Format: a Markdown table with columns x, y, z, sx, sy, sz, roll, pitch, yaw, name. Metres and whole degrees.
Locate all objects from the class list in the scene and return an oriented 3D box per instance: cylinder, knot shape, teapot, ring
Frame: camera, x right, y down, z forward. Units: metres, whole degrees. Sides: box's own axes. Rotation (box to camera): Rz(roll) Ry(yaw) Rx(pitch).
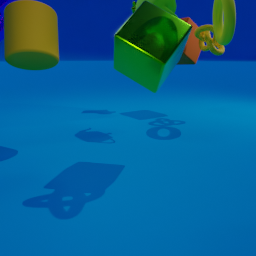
| x | y | z | sx | sy | sz | roll | pitch | yaw | name |
| --- | --- | --- | --- | --- | --- | --- | --- | --- | --- |
| -2.136 | -2.010 | 6.229 | 1.136 | 1.136 | 1.136 | -4 | -9 | -1 | cylinder |
| 2.733 | -2.855 | 9.258 | 0.561 | 1.136 | 1.214 | -41 | -8 | 6 | knot shape |
| 0.782 | -3.259 | 7.602 | 0.910 | 1.156 | 1.859 | 26 | 19 | -40 | teapot |
| 2.697 | -3.109 | 7.921 | 0.300 | 1.501 | 1.501 | -6 | 15 | 5 | ring |

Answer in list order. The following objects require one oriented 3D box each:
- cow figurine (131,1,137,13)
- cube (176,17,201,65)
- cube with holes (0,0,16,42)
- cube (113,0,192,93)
| x | y | z | sx | sy | sz | roll | pitch | yaw | name |
| --- | --- | --- | --- | --- | --- | --- | --- | --- | --- |
| 0.812 | -4.686 | 10.679 | 1.301 | 0.714 | 1.280 | 7 | 40 | 44 | cow figurine |
| 1.939 | -3.196 | 10.485 | 1.220 | 1.220 | 1.220 | 26 | -7 | -39 | cube |
| -4.262 | -3.639 | 8.488 | 1.352 | 1.352 | 1.352 | -47 | -1 | -11 | cube with holes |
| 0.405 | -1.443 | 5.094 | 0.984 | 0.984 | 0.984 | 33 | -20 | 9 | cube |
